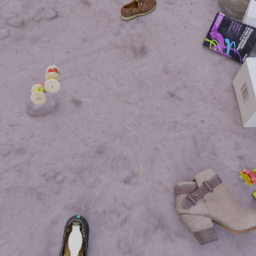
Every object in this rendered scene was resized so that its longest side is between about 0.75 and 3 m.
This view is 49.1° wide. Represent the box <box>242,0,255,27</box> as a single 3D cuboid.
[{"bbox_3d":[5.289,-4.056,10.946,1.563,1.027,1.571,21,49,10],"label":"box"}]

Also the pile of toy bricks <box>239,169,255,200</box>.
[{"bbox_3d":[4.217,1.788,8.325,0.918,0.817,1.654,-28,67,-13],"label":"pile of toy bricks"}]

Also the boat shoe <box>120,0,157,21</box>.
[{"bbox_3d":[0.478,-5.190,11.953,1.770,0.598,0.637,-28,67,-13],"label":"boat shoe"}]

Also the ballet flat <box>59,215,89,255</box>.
[{"bbox_3d":[-1.501,3.645,7.307,0.918,0.923,2.700,2,64,-9],"label":"ballet flat"}]

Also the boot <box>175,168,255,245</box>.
[{"bbox_3d":[2.712,2.108,8.088,2.624,0.921,1.918,-14,66,-4],"label":"boot"}]

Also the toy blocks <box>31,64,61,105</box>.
[{"bbox_3d":[-1.918,-1.078,6.566,0.799,0.348,0.958,-36,37,16],"label":"toy blocks"}]

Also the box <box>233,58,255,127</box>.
[{"bbox_3d":[5.233,-1.202,9.501,2.608,1.387,1.986,0,63,0],"label":"box"}]

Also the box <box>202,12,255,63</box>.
[{"bbox_3d":[3.958,-3.435,10.708,1.828,1.307,0.330,28,34,13],"label":"box"}]
